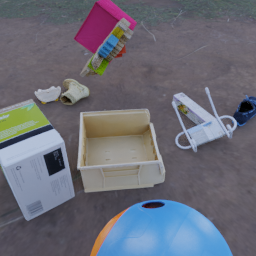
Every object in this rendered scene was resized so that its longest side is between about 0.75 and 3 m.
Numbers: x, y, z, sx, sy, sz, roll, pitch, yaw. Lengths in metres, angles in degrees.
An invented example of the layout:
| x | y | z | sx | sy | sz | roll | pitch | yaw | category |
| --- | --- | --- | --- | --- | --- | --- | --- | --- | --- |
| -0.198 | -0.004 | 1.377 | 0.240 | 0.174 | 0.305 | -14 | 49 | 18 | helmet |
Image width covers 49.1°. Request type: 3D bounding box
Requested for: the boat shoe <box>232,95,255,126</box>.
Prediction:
| x | y | z | sx | sy | sz | roll | pitch | yaw | category |
| --- | --- | --- | --- | --- | --- | --- | --- | --- | --- |
| 4.964 | -0.819 | 11.497 | 0.854 | 0.696 | 2.029 | 21 | 44 | 24 | boat shoe |

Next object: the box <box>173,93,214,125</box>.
| x | y | z | sx | sy | sz | roll | pitch | yaw | category |
| --- | --- | --- | --- | --- | --- | --- | --- | --- | --- |
| 2.744 | -0.608 | 11.408 | 0.521 | 0.486 | 2.514 | -20 | 44 | -23 | box |

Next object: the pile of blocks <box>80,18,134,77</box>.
| x | y | z | sx | sy | sz | roll | pitch | yaw | category |
| --- | --- | --- | --- | --- | --- | --- | --- | --- | --- |
| -0.680 | -2.637 | 10.176 | 0.850 | 2.734 | 1.122 | 33 | 40 | -20 | pile of blocks |

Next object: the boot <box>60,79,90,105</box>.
| x | y | z | sx | sy | sz | roll | pitch | yaw | category |
| --- | --- | --- | --- | --- | --- | --- | --- | --- | --- |
| -2.649 | -1.612 | 12.571 | 1.557 | 0.567 | 1.210 | 28 | 47 | 24 | boot |

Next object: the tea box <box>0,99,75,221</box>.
| x | y | z | sx | sy | sz | roll | pitch | yaw | category |
| --- | --- | --- | --- | --- | --- | --- | --- | --- | --- |
| -2.874 | 0.869 | 8.165 | 1.586 | 2.374 | 2.336 | -24 | 45 | -25 | tea box |

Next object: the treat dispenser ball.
| x | y | z | sx | sy | sz | roll | pitch | yaw | category |
| --- | --- | --- | --- | --- | --- | --- | --- | --- | --- |
| 0.640 | 2.866 | 5.438 | 2.852 | 2.852 | 2.852 | 0 | 40 | 0 | treat dispenser ball |

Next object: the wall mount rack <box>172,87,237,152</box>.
| x | y | z | sx | sy | sz | roll | pitch | yaw | category |
| --- | --- | --- | --- | --- | --- | --- | --- | --- | --- |
| 2.653 | -0.270 | 10.125 | 2.300 | 0.858 | 1.998 | -22 | 55 | 3 | wall mount rack |

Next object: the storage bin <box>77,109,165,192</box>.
| x | y | z | sx | sy | sz | roll | pitch | yaw | category |
| --- | --- | --- | --- | --- | --- | --- | --- | --- | --- |
| -0.258 | 0.654 | 9.335 | 2.594 | 1.225 | 2.613 | -4 | 40 | -4 | storage bin |

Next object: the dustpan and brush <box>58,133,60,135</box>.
| x | y | z | sx | sy | sz | roll | pitch | yaw | category |
| --- | --- | --- | --- | --- | --- | --- | --- | --- | --- |
| -3.801 | 0.164 | 10.492 | 2.389 | 0.684 | 1.667 | -4 | 52 | 5 | dustpan and brush |

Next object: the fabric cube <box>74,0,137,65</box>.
| x | y | z | sx | sy | sz | roll | pitch | yaw | category |
| --- | --- | --- | --- | --- | --- | --- | --- | --- | --- |
| -0.934 | -4.231 | 12.137 | 1.876 | 1.840 | 1.870 | 35 | 29 | -12 | fabric cube |

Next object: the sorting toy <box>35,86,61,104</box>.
| x | y | z | sx | sy | sz | roll | pitch | yaw | category |
| --- | --- | --- | --- | --- | --- | --- | --- | --- | --- |
| -3.618 | -1.604 | 12.610 | 1.101 | 0.588 | 0.991 | -16 | 35 | -17 | sorting toy |
